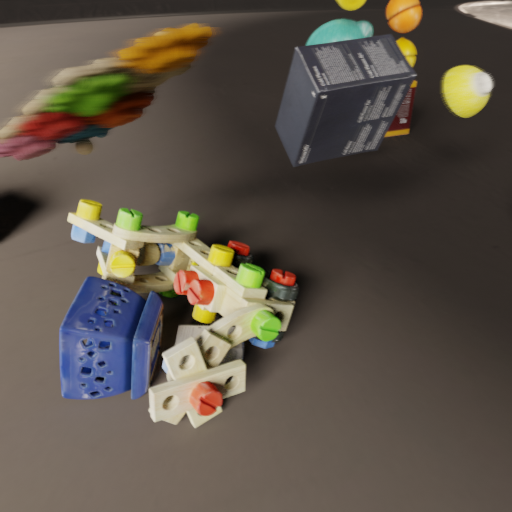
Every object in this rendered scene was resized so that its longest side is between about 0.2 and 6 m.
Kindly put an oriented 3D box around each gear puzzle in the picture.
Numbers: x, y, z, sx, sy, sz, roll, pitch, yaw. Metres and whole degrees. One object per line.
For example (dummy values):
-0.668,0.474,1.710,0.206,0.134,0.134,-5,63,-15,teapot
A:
-1.604,-1.716,6.291,1.819,0.460,3.512,-27,9,-42,gear puzzle

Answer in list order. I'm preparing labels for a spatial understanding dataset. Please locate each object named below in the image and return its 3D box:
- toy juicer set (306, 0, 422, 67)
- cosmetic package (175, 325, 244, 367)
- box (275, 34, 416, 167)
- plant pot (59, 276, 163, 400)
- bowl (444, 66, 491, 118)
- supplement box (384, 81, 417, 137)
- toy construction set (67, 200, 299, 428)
1.940,-3.797,10.872,2.069,3.252,0.885,8,47,-14,toy juicer set
-0.632,1.257,7.766,0.926,0.376,0.523,-1,30,0,cosmetic package
1.075,-1.963,7.181,1.316,1.445,0.752,-14,65,-17,box
-1.831,1.103,7.298,1.090,1.212,1.212,8,31,-2,plant pot
3.745,-2.905,9.685,0.910,0.910,0.490,-21,5,-31,bowl
3.440,-4.131,15.469,1.455,1.475,0.979,-12,33,-18,supplement box
-0.960,0.498,7.692,2.495,1.753,3.805,8,31,-37,toy construction set
